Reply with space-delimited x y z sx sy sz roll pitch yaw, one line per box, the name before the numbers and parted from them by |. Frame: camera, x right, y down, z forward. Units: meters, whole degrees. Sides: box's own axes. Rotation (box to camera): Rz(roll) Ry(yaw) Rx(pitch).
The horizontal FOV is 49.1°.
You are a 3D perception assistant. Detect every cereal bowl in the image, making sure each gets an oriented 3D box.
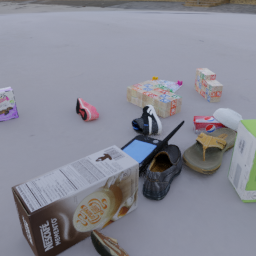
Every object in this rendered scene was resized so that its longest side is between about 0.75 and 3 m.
cereal bowl | 3.780 -0.373 10.310 1.210 0.504 1.210 24 20 -9

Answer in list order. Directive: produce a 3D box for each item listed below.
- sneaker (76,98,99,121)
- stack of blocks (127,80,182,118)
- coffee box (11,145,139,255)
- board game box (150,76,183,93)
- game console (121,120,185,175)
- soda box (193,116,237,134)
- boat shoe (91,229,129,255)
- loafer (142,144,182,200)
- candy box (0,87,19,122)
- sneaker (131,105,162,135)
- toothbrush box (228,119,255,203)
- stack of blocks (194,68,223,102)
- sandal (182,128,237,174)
sneaker | -1.687 -0.746 11.583 0.692 0.588 1.596 -2 31 -29
stack of blocks | 1.225 -1.325 12.319 1.383 0.703 2.401 -22 35 -34
coffee box | -1.046 1.581 6.243 2.551 1.459 1.017 -21 36 -32
board game box | 1.741 -2.236 14.493 1.788 0.231 1.788 15 32 25
game console | 0.536 0.441 8.555 1.763 1.167 2.005 15 32 30
soda box | 3.224 -0.106 10.309 1.581 0.501 0.553 1 29 2
boat shoe | -0.373 2.472 5.785 0.372 0.381 1.008 -19 42 -41
loafer | 1.068 1.010 7.913 0.837 0.832 2.301 10 30 17
candy box | -4.976 -0.906 11.020 1.022 1.218 0.436 -18 34 -28
sneaker | 0.563 -0.360 10.613 0.993 0.649 1.775 -5 30 -12
toothbrush box | 4.139 0.804 7.195 2.590 1.886 1.115 -2 29 -2
stack of blocks | 3.804 -2.073 13.322 0.541 1.063 1.846 -5 30 -9
sandal | 2.683 0.486 8.920 1.171 0.787 2.914 22 36 34
